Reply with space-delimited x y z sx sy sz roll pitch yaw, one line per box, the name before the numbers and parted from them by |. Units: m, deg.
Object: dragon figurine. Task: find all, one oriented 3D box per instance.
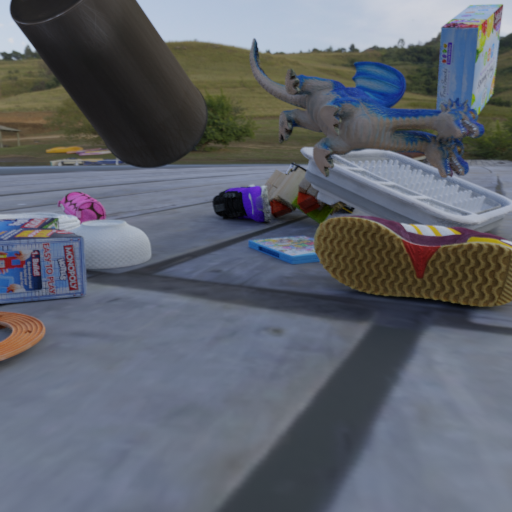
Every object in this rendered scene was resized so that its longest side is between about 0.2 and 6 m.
dragon figurine | 1.484 -2.264 8.611 2.038 1.207 4.100 -14 38 -25

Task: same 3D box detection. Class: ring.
ring | -3.007 0.871 5.507 1.760 0.169 1.760 0 11 0

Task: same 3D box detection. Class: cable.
cable | -4.315 -0.443 10.697 1.856 0.643 1.856 -8 12 -35

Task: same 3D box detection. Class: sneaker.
sneaker | -0.438 -1.296 14.480 1.330 0.930 2.674 -9 9 -9
sneaker | 2.208 0.043 7.670 2.822 1.058 1.271 15 13 27

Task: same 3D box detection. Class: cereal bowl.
cereal bowl | -2.636 -0.255 9.730 1.596 0.665 1.596 -1 11 0

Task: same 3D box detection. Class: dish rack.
dish rack | 3.268 -1.275 11.986 3.773 0.957 4.397 30 26 30

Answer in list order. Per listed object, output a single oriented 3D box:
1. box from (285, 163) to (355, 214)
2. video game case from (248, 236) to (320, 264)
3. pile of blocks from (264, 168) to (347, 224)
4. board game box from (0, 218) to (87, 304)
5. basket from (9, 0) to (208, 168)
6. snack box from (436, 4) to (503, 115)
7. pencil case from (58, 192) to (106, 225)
box | 1.896 -2.017 16.415 2.079 0.513 1.660 28 8 -7
video game case | 0.788 -0.134 10.362 1.261 0.157 1.763 -5 13 -25
pile of blocks | 1.139 -1.348 14.420 1.606 1.216 3.913 38 -5 -16
board game box | -3.693 0.039 7.798 2.764 0.853 2.766 -1 11 -8
basket | -2.000 -2.699 7.736 2.213 1.669 2.454 45 -6 34
snack box | 3.703 -3.335 9.725 0.651 1.621 1.923 13 37 30
pencil case | -4.294 -1.128 13.761 0.798 0.773 1.704 10 6 -33
